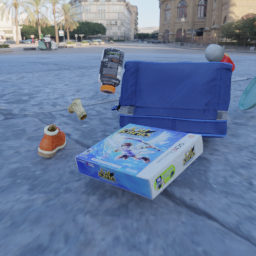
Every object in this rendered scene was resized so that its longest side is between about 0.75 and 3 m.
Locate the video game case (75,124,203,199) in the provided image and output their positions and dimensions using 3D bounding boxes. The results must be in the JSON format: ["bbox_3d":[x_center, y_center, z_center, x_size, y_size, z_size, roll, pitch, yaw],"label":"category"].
[{"bbox_3d":[0.191,0.455,4.905,1.681,0.382,1.524,10,29,41],"label":"video game case"}]

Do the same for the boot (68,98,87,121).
[{"bbox_3d":[-1.555,-0.481,8.647,0.289,0.617,0.794,-20,-13,-39],"label":"boot"}]

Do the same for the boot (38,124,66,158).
[{"bbox_3d":[-1.720,0.181,6.626,0.460,0.658,1.226,13,16,-1],"label":"boot"}]

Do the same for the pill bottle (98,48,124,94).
[{"bbox_3d":[-0.736,-2.368,11.822,0.957,1.801,0.957,8,-8,1],"label":"pill bottle"}]

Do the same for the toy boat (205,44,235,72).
[{"bbox_3d":[2.059,-1.601,8.994,1.211,2.606,2.191,27,42,-37],"label":"toy boat"}]

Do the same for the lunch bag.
[{"bbox_3d":[1.012,-0.564,6.983,2.872,1.900,1.951,2,3,7],"label":"lunch bag"}]

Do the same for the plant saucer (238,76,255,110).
[{"bbox_3d":[4.380,-1.293,9.358,0.239,1.744,1.744,32,19,-3],"label":"plant saucer"}]
